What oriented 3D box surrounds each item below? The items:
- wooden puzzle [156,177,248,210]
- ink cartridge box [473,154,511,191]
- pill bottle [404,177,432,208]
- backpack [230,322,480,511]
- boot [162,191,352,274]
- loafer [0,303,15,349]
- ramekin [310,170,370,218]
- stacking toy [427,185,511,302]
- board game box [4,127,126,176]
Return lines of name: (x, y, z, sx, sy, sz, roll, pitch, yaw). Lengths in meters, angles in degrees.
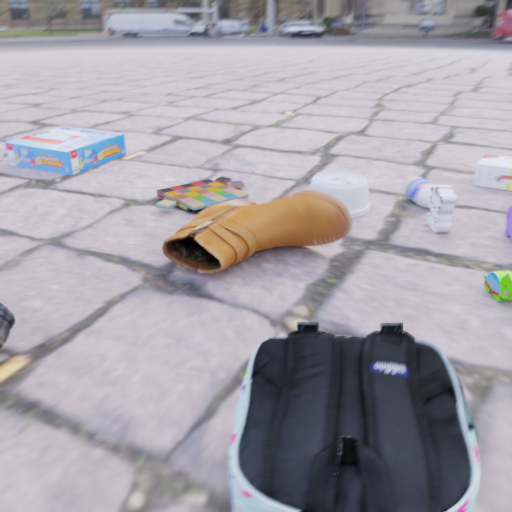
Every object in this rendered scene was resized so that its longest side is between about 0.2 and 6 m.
wooden puzzle: (-1.076, -1.230, 11.378, 2.275, 0.160, 1.349, -18, 30, -37)
ink cartridge box: (5.514, -1.787, 12.159, 1.276, 0.532, 0.926, 15, 29, 29)
pill bottle: (3.310, -1.226, 11.039, 0.465, 0.465, 0.830, -6, 25, -13)
backpack: (0.658, 1.489, 4.005, 1.727, 1.465, 1.945, 1, 17, 7)
boot: (-0.005, -0.354, 8.527, 2.518, 0.965, 1.955, 11, 26, 28)
loafer: (-4.358, 0.947, 5.821, 3.434, 1.250, 1.241, -1, 59, -6)
ramekin: (1.605, -1.226, 10.838, 1.219, 0.640, 1.219, 0, 25, 0)
stacking toy: (4.465, -0.314, 8.700, 2.619, 0.816, 3.473, -1, 26, -2)
board game box: (-4.718, -2.672, 14.007, 2.071, 0.579, 2.028, 12, 28, 24)
